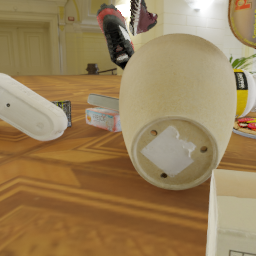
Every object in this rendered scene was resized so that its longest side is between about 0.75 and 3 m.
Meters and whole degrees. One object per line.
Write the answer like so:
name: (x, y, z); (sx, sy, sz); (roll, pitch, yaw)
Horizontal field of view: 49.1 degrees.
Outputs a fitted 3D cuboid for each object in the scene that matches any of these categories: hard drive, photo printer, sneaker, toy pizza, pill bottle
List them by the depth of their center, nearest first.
photo printer: (-2.389, -0.467, 6.540); (2.069, 0.719, 1.722); (33, 5, -9)
toy pizza: (3.741, -0.046, 7.283); (2.044, 0.324, 2.044); (0, 13, 0)
sneaker: (0.484, -3.286, 7.849); (0.818, 1.416, 0.536); (-14, 59, -15)
hard drive: (0.145, -0.534, 7.884); (1.510, 0.305, 2.289); (14, 3, 28)
pill bottle: (3.007, -1.123, 9.108); (2.837, 1.595, 1.595); (-1, 13, -2)
sneaker: (-0.337, -3.094, 10.019); (0.951, 1.314, 2.691); (-16, -33, 9)

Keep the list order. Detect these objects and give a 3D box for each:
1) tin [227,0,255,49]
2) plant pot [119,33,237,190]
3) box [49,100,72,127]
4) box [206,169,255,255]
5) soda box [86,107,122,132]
tin: (2.366, -2.518, 4.268); (1.536, 2.743, 0.574); (5, 0, 45)
plant pot: (0.760, -0.185, 4.582); (2.267, 2.267, 2.420); (2, 27, 10)
box: (-1.885, -0.376, 7.775); (0.604, 0.753, 0.167); (-8, 16, -28)
box: (1.571, 0.926, 1.498); (2.228, 1.058, 0.866); (5, 13, 14)
soda box: (-0.624, -0.262, 7.925); (0.501, 0.466, 1.466); (-10, 17, -38)
